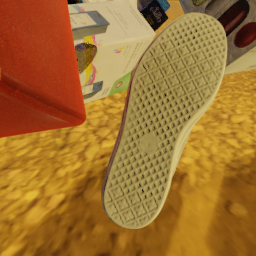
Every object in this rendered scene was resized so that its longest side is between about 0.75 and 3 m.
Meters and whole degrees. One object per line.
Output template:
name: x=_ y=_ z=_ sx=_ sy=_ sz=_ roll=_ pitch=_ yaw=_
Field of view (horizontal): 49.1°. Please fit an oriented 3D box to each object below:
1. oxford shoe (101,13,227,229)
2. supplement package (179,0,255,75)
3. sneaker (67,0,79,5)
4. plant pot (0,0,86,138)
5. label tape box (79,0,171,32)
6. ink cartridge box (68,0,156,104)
oxford shoe: x=0.318 y=-0.107 z=2.751 sx=0.807 sy=2.147 sz=0.620 roll=21 pitch=-4 yaw=4
supplement package: x=3.044 y=-3.074 z=6.650 sx=2.021 sy=2.627 sz=2.748 roll=-15 pitch=-11 yaw=-26
sneaker: x=-1.135 y=-2.202 z=5.431 sx=0.592 sy=1.618 sz=0.663 roll=-21 pitch=63 yaw=-27
plant pot: x=-1.226 y=-0.642 z=2.092 sx=1.469 sy=1.470 sz=1.295 roll=-9 pitch=0 yaw=-1
label tape box: x=0.070 y=-3.406 z=7.507 sx=2.714 sy=1.957 sz=0.859 roll=-48 pitch=25 yaw=-16
ink cartridge box: x=-0.816 y=-1.094 z=4.500 sx=2.079 sy=1.510 sz=0.910 roll=-21 pitch=69 yaw=-32
